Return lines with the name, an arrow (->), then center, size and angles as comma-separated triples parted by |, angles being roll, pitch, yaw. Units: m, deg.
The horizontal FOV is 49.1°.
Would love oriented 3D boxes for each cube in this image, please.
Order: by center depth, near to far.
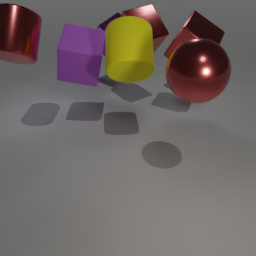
cube -> -1.598, -2.481, 9.591 | 1.400, 1.400, 1.400 | 9, 52, -8
cube -> 2.411, -3.071, 10.221 | 1.400, 1.400, 1.400 | 35, 52, -3
cube -> 0.469, -3.717, 11.011 | 1.400, 1.400, 1.400 | -25, 82, -26
cube -> -0.555, -4.150, 13.043 | 1.400, 1.400, 1.400 | 43, 65, 6

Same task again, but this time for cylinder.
cylinder -> 0.041, -2.253, 8.209 | 1.400, 1.400, 1.400 | -1, 73, -2
cylinder -> -3.440, -2.824, 8.593 | 1.400, 1.400, 1.400 | 6, -2, 0

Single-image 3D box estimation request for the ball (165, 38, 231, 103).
ball -> 1.532, -1.244, 6.173 | 1.400, 1.400, 1.400 | 0, 32, 0
